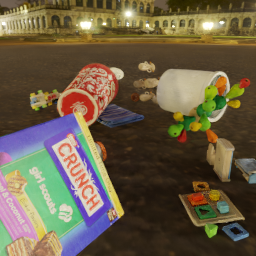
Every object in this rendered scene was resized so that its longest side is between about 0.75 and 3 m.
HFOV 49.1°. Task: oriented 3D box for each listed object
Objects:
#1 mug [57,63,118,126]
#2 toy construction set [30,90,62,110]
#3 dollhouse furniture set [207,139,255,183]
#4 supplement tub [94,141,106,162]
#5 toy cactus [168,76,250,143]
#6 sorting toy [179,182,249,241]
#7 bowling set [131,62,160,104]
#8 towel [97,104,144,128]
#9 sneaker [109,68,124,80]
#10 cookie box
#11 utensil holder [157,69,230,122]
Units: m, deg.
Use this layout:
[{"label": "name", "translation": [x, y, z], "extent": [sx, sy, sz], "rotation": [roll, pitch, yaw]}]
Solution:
[{"label": "mug", "translation": [-1.633, -1.025, 10.810], "extent": [1.802, 2.398, 2.701], "rotation": [32, 27, -7]}, {"label": "toy construction set", "translation": [-3.383, -1.281, 12.301], "extent": [2.003, 0.923, 1.313], "rotation": [-4, -4, -31]}, {"label": "dollhouse furniture set", "translation": [2.935, 0.703, 7.227], "extent": [1.367, 0.892, 1.290], "rotation": [-1, 21, -4]}, {"label": "supplement tub", "translation": [-1.197, 0.781, 7.253], "extent": [1.188, 0.728, 0.728], "rotation": [-18, 27, -38]}, {"label": "toy cactus", "translation": [2.570, -0.443, 9.246], "extent": [2.877, 1.471, 2.374], "rotation": [-43, -6, -6]}, {"label": "sorting toy", "translation": [1.710, 1.575, 5.846], "extent": [1.078, 0.261, 1.915], "rotation": [-3, 21, -8]}, {"label": "bowling set", "translation": [0.925, -1.906, 13.406], "extent": [1.208, 2.249, 1.566], "rotation": [-12, -10, -45]}, {"label": "towel", "translation": [-0.655, -0.604, 11.456], "extent": [1.688, 0.278, 2.332], "rotation": [-14, 25, -33]}, {"label": "sneaker", "translation": [-1.376, -3.530, 18.466], "extent": [2.117, 0.796, 0.936], "rotation": [-4, 9, -7]}, {"label": "cookie box", "translation": [-1.455, 1.086, 4.394], "extent": [0.920, 2.094, 2.448], "rotation": [-21, 4, 41]}, {"label": "utensil holder", "translation": [2.577, -1.405, 11.254], "extent": [1.928, 1.928, 2.268], "rotation": [-20, 27, -41]}]
